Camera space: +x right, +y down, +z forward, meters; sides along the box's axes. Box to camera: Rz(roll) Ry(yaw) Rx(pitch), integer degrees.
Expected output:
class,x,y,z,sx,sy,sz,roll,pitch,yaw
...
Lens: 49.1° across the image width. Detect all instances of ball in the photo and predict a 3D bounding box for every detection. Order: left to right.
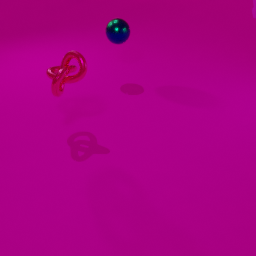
class,x,y,z,sx,sy,sz,roll,pitch,yaw
ball,-0.338,-3.238,9.400,0.841,0.841,0.841,0,34,0

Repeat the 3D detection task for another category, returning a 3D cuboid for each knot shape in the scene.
class,x,y,z,sx,sy,sz,roll,pitch,yaw
knot shape,-1.451,-1.360,6.735,1.100,0.543,1.176,-32,39,22

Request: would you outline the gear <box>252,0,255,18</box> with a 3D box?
class,x,y,z,sx,sy,sz,roll,pitch,yaw
gear,2.819,-2.569,5.392,0.358,1.934,1.934,-11,33,12
